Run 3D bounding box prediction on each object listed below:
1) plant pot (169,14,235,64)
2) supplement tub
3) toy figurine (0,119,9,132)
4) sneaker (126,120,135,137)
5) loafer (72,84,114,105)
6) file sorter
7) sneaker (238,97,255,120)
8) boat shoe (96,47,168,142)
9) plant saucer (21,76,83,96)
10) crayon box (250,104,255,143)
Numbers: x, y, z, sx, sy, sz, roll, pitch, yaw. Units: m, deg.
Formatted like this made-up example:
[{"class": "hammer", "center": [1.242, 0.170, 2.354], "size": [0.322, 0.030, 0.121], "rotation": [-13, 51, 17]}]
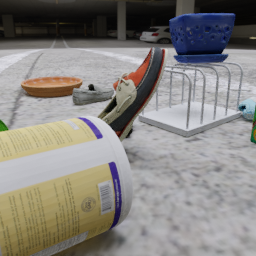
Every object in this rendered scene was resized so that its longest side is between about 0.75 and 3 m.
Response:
[{"class": "plant pot", "center": [2.203, -2.706, 8.632], "size": [1.552, 1.395, 1.552], "rotation": [-5, 16, -6]}, {"class": "supplement tub", "center": [-1.306, 0.835, 3.646], "size": [2.345, 1.705, 1.705], "rotation": [-13, 23, -31]}, {"class": "toy figurine", "center": [-3.695, 0.443, 6.321], "size": [1.419, 1.157, 1.541], "rotation": [-4, 39, 33]}, {"class": "sneaker", "center": [-0.125, -0.045, 8.033], "size": [0.791, 0.553, 1.590], "rotation": [21, 31, 32]}, {"class": "loafer", "center": [-1.400, -1.492, 11.720], "size": [0.736, 0.734, 2.104], "rotation": [16, 25, 38]}, {"class": "file sorter", "center": [2.085, -1.144, 9.127], "size": [2.930, 1.825, 2.033], "rotation": [-16, 25, -38]}, {"class": "sneaker", "center": [4.199, -0.426, 9.104], "size": [0.748, 0.675, 1.825], "rotation": [-26, 22, 4]}, {"class": "boat shoe", "center": [-0.006, -0.719, 6.250], "size": [0.821, 2.625, 0.934], "rotation": [25, 39, -10]}, {"class": "plant saucer", "center": [-3.637, -2.022, 13.545], "size": [2.890, 0.541, 2.890], "rotation": [-1, 20, 0]}, {"class": "crayon box", "center": [4.295, -0.317, 7.628], "size": [2.077, 1.233, 0.605], "rotation": [-12, 22, -29]}]
